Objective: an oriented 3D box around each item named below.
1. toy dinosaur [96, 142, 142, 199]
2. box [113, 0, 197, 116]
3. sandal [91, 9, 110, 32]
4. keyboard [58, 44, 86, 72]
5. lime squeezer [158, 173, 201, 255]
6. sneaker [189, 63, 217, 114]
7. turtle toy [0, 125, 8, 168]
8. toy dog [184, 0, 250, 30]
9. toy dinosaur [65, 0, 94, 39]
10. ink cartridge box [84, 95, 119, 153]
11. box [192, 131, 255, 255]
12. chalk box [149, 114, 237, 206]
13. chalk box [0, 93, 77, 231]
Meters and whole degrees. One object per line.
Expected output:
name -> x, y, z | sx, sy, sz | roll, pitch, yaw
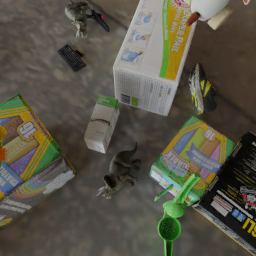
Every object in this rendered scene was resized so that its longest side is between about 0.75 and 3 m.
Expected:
toy dinosaur -> -0.128, 0.952, 6.667 | 0.808, 0.608, 1.580 | 19, 72, 0
box -> 0.806, -2.107, 7.293 | 1.498, 1.662, 2.955 | 17, 68, 6
sandal -> -0.803, -3.275, 8.486 | 0.201, 0.335, 0.892 | -39, 81, -11
keyboard -> -1.580, -2.066, 8.113 | 0.557, 0.119, 0.928 | -37, 74, -13
lime squeezer -> 0.934, 1.981, 5.857 | 0.541, 1.014, 2.870 | 12, 109, 8
sneaker -> 2.028, -1.058, 7.549 | 0.613, 0.540, 1.449 | 0, 77, -6
turtle toy -> -2.599, 0.479, 4.396 | 0.784, 1.550, 1.130 | 44, 102, 27
toy dog -> 1.816, -2.921, 5.717 | 1.584, 2.401, 1.157 | 33, 68, 19
toy dinosaur -> -1.542, -3.493, 8.420 | 0.801, 0.603, 1.566 | -29, 74, -18
ink cartridge box -> -0.625, -0.084, 6.924 | 0.501, 0.870, 1.191 | 16, 69, 6
box -> 3.253, 1.759, 6.305 | 2.811, 0.694, 2.244 | 36, 74, 13
chalk box -> 1.297, 0.923, 6.349 | 1.209, 1.215, 1.954 | 36, 74, 13
chalk box -> -2.859, 1.003, 6.005 | 2.866, 1.783, 1.774 | -35, 73, -14
